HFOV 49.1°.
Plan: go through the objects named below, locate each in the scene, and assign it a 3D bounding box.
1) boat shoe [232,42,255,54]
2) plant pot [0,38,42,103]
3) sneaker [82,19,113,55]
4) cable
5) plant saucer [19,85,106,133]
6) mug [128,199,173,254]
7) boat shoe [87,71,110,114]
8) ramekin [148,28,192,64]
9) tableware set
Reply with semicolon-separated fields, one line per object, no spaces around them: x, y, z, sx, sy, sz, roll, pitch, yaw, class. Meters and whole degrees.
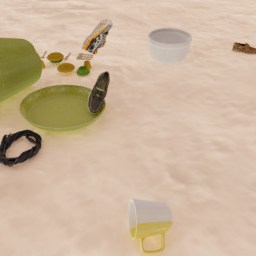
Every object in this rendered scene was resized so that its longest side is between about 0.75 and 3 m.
5.497;-3.735;13.068;1.175;0.399;0.423;11;41;13;boat shoe
-4.506;-2.035;9.570;2.802;2.802;2.661;20;32;23;plant pot
-0.985;-3.186;9.839;0.611;1.581;0.619;31;50;-26;sneaker
-3.058;0.587;7.941;1.149;0.358;1.409;-1;37;-9;cable
-2.084;-0.624;9.152;2.719;0.422;2.719;2;36;-2;plant saucer
0.479;2.016;5.982;0.843;1.027;0.822;1;6;-13;mug
-0.943;-1.191;9.104;0.527;0.484;1.474;20;76;-9;boat shoe
1.815;-3.628;12.462;1.927;1.012;1.927;0;39;0;ramekin
-2.673;-2.688;11.895;2.369;0.364;1.596;6;43;5;tableware set
